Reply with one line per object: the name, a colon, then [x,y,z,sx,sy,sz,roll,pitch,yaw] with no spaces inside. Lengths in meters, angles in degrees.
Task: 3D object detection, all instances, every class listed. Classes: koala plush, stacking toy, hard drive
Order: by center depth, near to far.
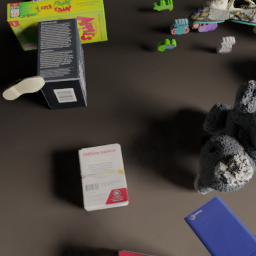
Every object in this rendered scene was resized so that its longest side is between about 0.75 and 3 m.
hard drive: [1.939,2.175,5.683,0.928,0.178,1.407,-30,54,-12]
koala plush: [2.825,0.636,7.229,2.397,2.313,2.609,44,69,5]
stacking toy: [2.302,-3.601,9.907,2.725,0.640,2.054,-2,65,1]

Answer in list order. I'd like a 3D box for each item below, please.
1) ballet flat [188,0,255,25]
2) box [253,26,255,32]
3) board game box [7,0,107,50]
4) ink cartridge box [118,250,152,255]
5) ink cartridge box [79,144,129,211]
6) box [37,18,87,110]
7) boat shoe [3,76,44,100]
ballet flat: [2.800,-3.410,8.016,2.324,0.836,0.836,-5,66,-17]
box: [5.521,-4.023,9.873,1.158,0.908,1.862,36,72,15]
board game box: [-2.181,-3.382,9.065,2.864,1.455,0.682,-8,69,-3]
ink cartridge box: [0.521,4.291,6.206,1.931,1.109,2.660,9,67,4]
ink cartridge box: [-0.670,1.357,7.696,1.184,0.687,1.604,-7,65,-3]
box: [-1.983,-1.927,8.580,1.178,1.633,2.200,-5,66,-3]
boat shoe: [-2.694,-1.099,7.265,1.168,0.419,0.347,-21,43,12]
